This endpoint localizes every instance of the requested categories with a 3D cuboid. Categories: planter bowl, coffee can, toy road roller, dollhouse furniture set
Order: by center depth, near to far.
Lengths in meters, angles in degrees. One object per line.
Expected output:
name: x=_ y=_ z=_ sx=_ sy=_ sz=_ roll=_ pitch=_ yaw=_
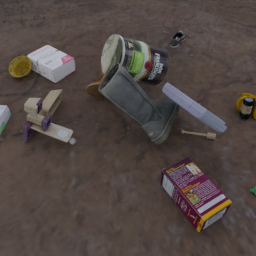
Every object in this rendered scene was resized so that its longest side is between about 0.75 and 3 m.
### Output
dollhouse furniture set: x=-2.400 y=-0.642 z=10.198 sx=1.761 sy=1.966 sz=2.481 roll=20 pitch=45 yaw=-2
coffee can: x=0.264 y=-2.589 z=10.891 sx=2.155 sy=1.577 sz=1.577 roll=5 pitch=40 yaw=-34
toy road roller: x=4.912 y=-0.923 z=10.908 sx=1.328 sy=0.816 sz=0.970 roll=1 pitch=35 yaw=2
planter bowl: x=-4.770 y=-2.677 z=12.676 sx=1.093 sy=0.455 sz=1.093 roll=-4 pitch=70 yaw=10

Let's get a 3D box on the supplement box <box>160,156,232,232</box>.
supplement box: x=1.910 y=1.881 z=8.216 sx=1.036 sy=0.804 sz=1.877 roll=-24 pitch=51 yaw=-21

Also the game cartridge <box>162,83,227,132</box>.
game cartridge: x=2.039 y=-0.719 z=9.040 sx=0.449 sy=1.481 sz=2.221 roll=-52 pitch=37 yaw=10

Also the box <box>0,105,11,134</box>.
box: x=-5.124 y=-0.329 z=10.490 sx=0.996 sy=0.546 sz=1.128 roll=3 pitch=47 yaw=3

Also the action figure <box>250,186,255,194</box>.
action figure: x=4.184 y=1.965 z=8.536 sx=0.874 sy=0.239 sz=0.516 roll=8 pitch=48 yaw=17

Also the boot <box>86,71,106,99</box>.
boot: x=-0.932 y=-2.099 z=11.998 sx=2.071 sy=0.794 sz=1.608 roll=-14 pitch=48 yaw=-13

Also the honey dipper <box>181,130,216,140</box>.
honey dipper: x=2.546 y=0.223 z=10.209 sx=1.231 sy=0.234 sz=0.234 roll=8 pitch=47 yaw=10

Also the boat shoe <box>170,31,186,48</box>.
boat shoe: x=2.692 y=-4.821 z=14.804 sx=0.548 sy=0.467 sz=1.638 roll=21 pitch=50 yaw=18

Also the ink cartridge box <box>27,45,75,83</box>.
ink cartridge box: x=-3.509 y=-2.977 z=12.865 sx=1.781 sy=0.737 sz=1.305 roll=30 pitch=53 yaw=25

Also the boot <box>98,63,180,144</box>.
boot: x=0.470 y=-1.108 z=9.769 sx=2.856 sy=1.036 sz=2.597 roll=40 pitch=40 yaw=-15
